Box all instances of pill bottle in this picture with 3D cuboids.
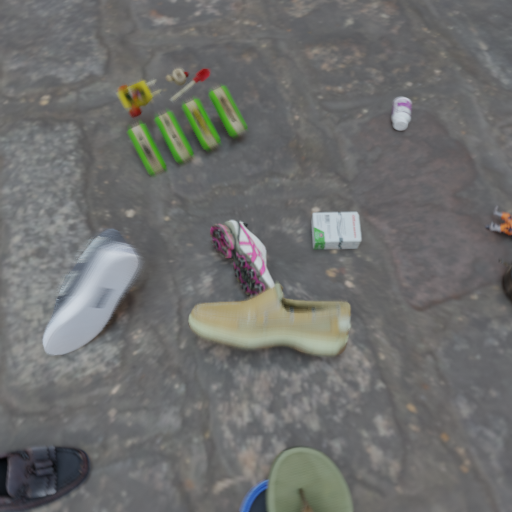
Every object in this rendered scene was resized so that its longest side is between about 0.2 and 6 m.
[{"bbox_3d":[3.422,-3.334,13.205,0.416,0.416,0.740,10,62,6],"label":"pill bottle"}]

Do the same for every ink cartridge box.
[{"bbox_3d":[1.645,-0.514,11.574,0.949,0.394,0.696,-1,66,0],"label":"ink cartridge box"}]

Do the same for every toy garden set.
[{"bbox_3d":[-1.756,-3.275,12.511,2.462,0.491,2.052,-27,85,-6],"label":"toy garden set"}]

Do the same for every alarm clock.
[{"bbox_3d":[5.512,0.672,10.836,1.148,0.566,1.702,-16,60,-10],"label":"alarm clock"}]

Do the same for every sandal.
[{"bbox_3d":[0.927,4.510,8.180,1.324,0.952,3.336,-3,69,-7],"label":"sandal"}]

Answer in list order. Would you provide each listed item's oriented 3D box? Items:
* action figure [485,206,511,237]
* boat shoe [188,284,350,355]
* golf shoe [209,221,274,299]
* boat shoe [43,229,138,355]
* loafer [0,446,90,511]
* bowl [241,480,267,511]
[{"bbox_3d":[5.427,-0.620,11.710,1.071,0.579,1.107,28,38,7],"label":"action figure"},{"bbox_3d":[0.267,1.010,10.145,2.914,1.110,1.044,6,19,-7],"label":"boat shoe"},{"bbox_3d":[-0.074,0.038,11.055,0.923,0.728,2.005,-16,59,-33],"label":"golf shoe"},{"bbox_3d":[-3.104,0.658,10.083,2.629,0.943,0.891,-54,53,22],"label":"boat shoe"},{"bbox_3d":[-4.058,3.619,9.001,2.612,0.823,0.939,-10,61,-5],"label":"loafer"},{"bbox_3d":[0.385,4.244,8.968,1.282,0.252,1.282,0,61,-1],"label":"bowl"}]
